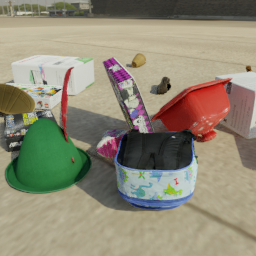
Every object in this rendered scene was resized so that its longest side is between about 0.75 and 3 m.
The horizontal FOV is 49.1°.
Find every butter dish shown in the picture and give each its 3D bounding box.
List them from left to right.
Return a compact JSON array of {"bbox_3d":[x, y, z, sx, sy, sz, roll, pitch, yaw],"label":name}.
[{"bbox_3d":[2.023,-0.328,7.996,2.020,1.497,2.025,-18,-13,-35],"label":"butter dish"}]

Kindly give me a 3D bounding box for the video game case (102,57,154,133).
[{"bbox_3d":[0.062,-0.572,7.434,0.443,2.245,2.476,-24,28,-2],"label":"video game case"}]

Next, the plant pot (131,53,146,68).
[{"bbox_3d":[0.562,-3.961,16.793,0.764,0.764,0.820,15,42,29],"label":"plant pot"}]

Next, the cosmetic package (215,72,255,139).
[{"bbox_3d":[3.798,-0.785,8.751,1.500,1.498,1.818,-10,26,-19],"label":"cosmetic package"}]

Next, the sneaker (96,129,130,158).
[{"bbox_3d":[-0.467,0.378,7.451,0.599,0.552,1.357,12,19,27],"label":"sneaker"}]

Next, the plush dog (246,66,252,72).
[{"bbox_3d":[4.353,-1.637,11.237,1.440,1.345,1.676,-17,14,28],"label":"plush dog"}]

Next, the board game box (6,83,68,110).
[{"bbox_3d":[-3.992,-1.290,11.080,2.747,0.475,1.734,4,24,9],"label":"board game box"}]

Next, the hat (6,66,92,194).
[{"bbox_3d":[-1.913,-0.050,6.416,1.980,2.104,2.390,-9,26,-18],"label":"hat"}]

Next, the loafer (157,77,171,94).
[{"bbox_3d":[1.665,-1.821,12.322,0.508,0.520,1.425,12,37,16],"label":"loafer"}]

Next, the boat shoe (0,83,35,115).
[{"bbox_3d":[-4.548,-0.995,9.828,2.842,0.921,1.040,18,70,3],"label":"boat shoe"}]

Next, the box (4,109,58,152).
[{"bbox_3d":[-2.866,0.010,8.325,1.473,0.407,1.838,-10,27,-20],"label":"box"}]

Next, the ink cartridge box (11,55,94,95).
[{"bbox_3d":[-3.313,-2.464,12.711,2.992,1.256,2.167,7,25,14],"label":"ink cartridge box"}]

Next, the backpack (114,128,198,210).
[{"bbox_3d":[0.552,0.837,5.420,1.593,1.279,1.740,0,17,10],"label":"backpack"}]
